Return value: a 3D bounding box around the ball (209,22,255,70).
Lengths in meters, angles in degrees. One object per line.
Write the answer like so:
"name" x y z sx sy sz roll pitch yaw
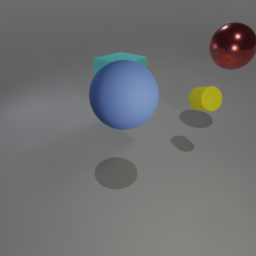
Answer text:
"ball" 3.225 -2.506 8.628 1.400 1.400 1.400 0 33 0

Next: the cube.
"cube" -0.275 -1.916 10.354 1.400 1.400 1.400 -24 34 -38

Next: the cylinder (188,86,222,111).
"cylinder" 2.246 -0.851 8.175 0.700 0.700 0.700 -12 9 -19

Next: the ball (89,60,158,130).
"ball" -0.085 -0.663 5.682 1.400 1.400 1.400 0 33 0
